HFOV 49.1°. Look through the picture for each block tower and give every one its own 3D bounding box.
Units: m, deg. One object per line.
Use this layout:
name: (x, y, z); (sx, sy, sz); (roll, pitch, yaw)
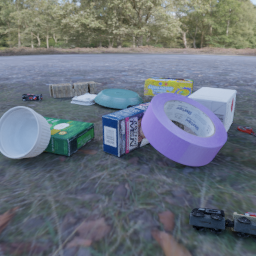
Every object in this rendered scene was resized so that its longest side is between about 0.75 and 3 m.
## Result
block tower: (-3.234, -2.273, 16.575); (2.669, 0.721, 0.771); (-8, 20, -20)

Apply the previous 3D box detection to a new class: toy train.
toy train: (2.380, 1.835, 5.267); (2.414, 0.412, 0.553); (4, 8, 15)

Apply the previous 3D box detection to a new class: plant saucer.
plant saucer: (-0.441, -1.618, 14.696); (2.648, 0.476, 2.648); (4, 21, -2)

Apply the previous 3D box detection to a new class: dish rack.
dish rack: (-2.207, -1.605, 15.271); (1.327, 0.337, 1.546); (10, 20, 28)

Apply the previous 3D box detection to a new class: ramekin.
ramekin: (-3.058, 0.176, 8.361); (1.530, 1.530, 0.803); (7, -8, 20)

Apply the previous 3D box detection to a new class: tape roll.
tape roll: (1.671, -0.029, 8.403); (2.449, 0.803, 2.449); (17, 36, -13)

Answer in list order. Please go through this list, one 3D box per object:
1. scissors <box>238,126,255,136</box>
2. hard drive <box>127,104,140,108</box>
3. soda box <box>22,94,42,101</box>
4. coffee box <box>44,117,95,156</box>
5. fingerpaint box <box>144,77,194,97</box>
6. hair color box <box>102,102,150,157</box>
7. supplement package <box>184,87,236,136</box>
scissors: (4.583, 0.215, 10.395); (0.540, 0.103, 1.476); (1, 20, -4)
hard drive: (1.149, -0.794, 12.194); (1.603, 0.378, 2.297); (10, 11, 25)
soda box: (-5.301, -1.698, 15.520); (1.022, 0.324, 0.362); (0, 18, -3)
coffee box: (-2.775, 0.176, 9.642); (2.843, 0.625, 1.748); (7, 20, 19)
fingerpaint box: (2.123, -2.085, 14.253); (2.276, 0.835, 1.899); (6, 16, 15)
hair color box: (0.246, -0.034, 9.346); (0.732, 1.209, 2.418); (15, 24, 38)
supplement package: (3.225, -0.652, 10.798); (1.423, 1.441, 2.377); (10, 21, 26)
